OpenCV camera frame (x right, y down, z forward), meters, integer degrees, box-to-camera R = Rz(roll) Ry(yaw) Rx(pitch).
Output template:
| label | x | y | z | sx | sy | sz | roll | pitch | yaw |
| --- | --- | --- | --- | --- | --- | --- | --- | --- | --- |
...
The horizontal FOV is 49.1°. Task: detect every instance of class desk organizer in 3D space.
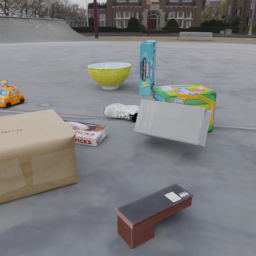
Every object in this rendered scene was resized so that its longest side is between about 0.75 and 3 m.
| label | x | y | z | sx | sy | sz | roll | pitch | yaw |
| --- | --- | --- | --- | --- | --- | --- | --- | --- | --- |
| desk organizer | 0.543 | 1.683 | 5.503 | 1.529 | 0.589 | 0.548 | -14 | 26 | -31 |

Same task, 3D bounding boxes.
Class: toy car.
| label | x | y | z | sx | sy | sz | roll | pitch | yaw |
| --- | --- | --- | --- | --- | --- | --- | --- | --- | --- |
| toy car | -6.181 | -1.802 | 13.723 | 1.447 | 0.981 | 2.949 | -18 | 29 | -38 |

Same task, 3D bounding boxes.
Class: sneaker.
| label | x | y | z | sx | sy | sz | roll | pitch | yaw |
| --- | --- | --- | --- | --- | --- | --- | --- | --- | --- |
| sneaker | -0.156 | -0.604 | 11.221 | 1.583 | 0.597 | 0.911 | -3 | 20 | -12 |

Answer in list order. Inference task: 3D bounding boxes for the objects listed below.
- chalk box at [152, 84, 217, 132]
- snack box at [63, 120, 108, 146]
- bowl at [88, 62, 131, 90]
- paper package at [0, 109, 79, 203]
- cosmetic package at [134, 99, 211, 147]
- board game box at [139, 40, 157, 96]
| label | x | y | z | sx | sy | sz | roll | pitch | yaw |
| --- | --- | --- | --- | --- | --- | --- | --- | --- | --- |
| chalk box | 1.743 | -0.687 | 10.250 | 2.413 | 1.506 | 1.496 | -6 | 22 | -13 |
| snack box | -2.147 | 0.093 | 9.744 | 2.765 | 0.336 | 0.994 | 7 | 29 | 18 |
| bowl | -1.030 | -2.952 | 16.079 | 2.466 | 1.327 | 2.466 | -2 | 21 | 1 |
| paper package | -2.865 | 0.599 | 7.185 | 2.633 | 1.362 | 2.509 | -12 | 25 | -25 |
| cosmetic package | 1.348 | -0.164 | 8.553 | 2.106 | 1.125 | 0.950 | 14 | -2 | 29 |
| board game box | 1.081 | -3.313 | 15.242 | 0.621 | 2.646 | 1.997 | 6 | 22 | 12 |
